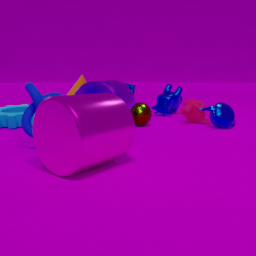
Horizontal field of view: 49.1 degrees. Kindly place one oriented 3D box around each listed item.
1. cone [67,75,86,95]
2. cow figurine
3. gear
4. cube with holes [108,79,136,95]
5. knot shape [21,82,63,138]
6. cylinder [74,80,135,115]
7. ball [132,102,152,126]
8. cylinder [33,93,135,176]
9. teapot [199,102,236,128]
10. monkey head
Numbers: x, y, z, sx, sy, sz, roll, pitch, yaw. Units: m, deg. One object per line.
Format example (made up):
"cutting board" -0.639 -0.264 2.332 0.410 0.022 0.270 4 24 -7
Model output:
"cone" -1.900 -1.525 11.322 1.471 1.477 1.471 0 -21 0
"cow figurine" 1.707 -1.025 11.867 0.940 1.685 1.712 19 -20 23
"gear" -3.640 -0.429 9.361 2.083 0.385 2.083 -1 14 0
"cube with holes" -0.380 -1.123 10.723 1.041 1.041 1.041 11 -7 -7
"knot shape" -1.873 -0.462 6.048 0.573 1.161 1.241 -4 40 19
"cylinder" -0.637 -0.628 7.777 1.370 1.370 1.370 3 11 18
"ball" 0.381 -0.441 8.971 0.774 0.774 0.774 0 10 0
"cylinder" -0.735 0.057 4.767 1.253 1.253 1.253 8 13 39
"teapot" 2.828 -0.379 8.673 1.303 0.810 0.638 27 -30 -16
"monkey head" 2.149 -0.519 9.489 1.294 0.780 0.931 25 40 37
